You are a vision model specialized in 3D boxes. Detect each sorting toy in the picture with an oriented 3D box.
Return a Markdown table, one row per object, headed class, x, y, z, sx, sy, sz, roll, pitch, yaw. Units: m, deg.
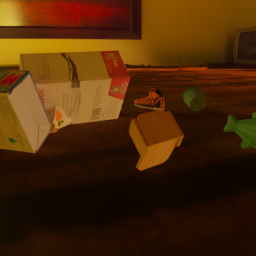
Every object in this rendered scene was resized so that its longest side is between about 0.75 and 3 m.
| class | x | y | z | sx | sy | sz | roll | pitch | yaw |
| --- | --- | --- | --- | --- | --- | --- | --- | --- | --- |
| sorting toy | -2.221 | -0.129 | 8.237 | 1.216 | 0.650 | 1.095 | -21 | -9 | 20 |

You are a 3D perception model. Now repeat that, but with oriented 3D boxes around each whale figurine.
| class | x | y | z | sx | sy | sz | roll | pitch | yaw |
| --- | --- | --- | --- | --- | --- | --- | --- | --- | --- |
| whale figurine | 2.944 | 0.047 | 6.776 | 1.200 | 0.955 | 0.623 | 24 | 6 | 27 |

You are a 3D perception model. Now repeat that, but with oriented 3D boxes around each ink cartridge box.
| class | x | y | z | sx | sy | sz | roll | pitch | yaw |
| --- | --- | --- | --- | --- | --- | --- | --- | --- | --- |
| ink cartridge box | -3.424 | -0.449 | 6.859 | 2.596 | 1.771 | 0.991 | 4 | 40 | 16 |
| ink cartridge box | -1.693 | -1.166 | 8.663 | 2.975 | 2.167 | 1.261 | -9 | 59 | -21 |

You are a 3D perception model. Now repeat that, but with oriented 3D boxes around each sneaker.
| class | x | y | z | sx | sy | sz | roll | pitch | yaw |
| --- | --- | --- | --- | --- | --- | --- | --- | --- | --- |
| sneaker | 0.925 | -1.295 | 11.967 | 1.568 | 0.879 | 0.608 | 13 | 23 | 39 |

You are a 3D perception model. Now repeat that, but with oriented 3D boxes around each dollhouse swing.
| class | x | y | z | sx | sy | sz | roll | pitch | yaw |
| --- | --- | --- | --- | --- | --- | --- | --- | --- | --- |
| dollhouse swing | 0.458 | 0.244 | 5.523 | 0.924 | 0.840 | 0.812 | -15 | -22 | -32 |

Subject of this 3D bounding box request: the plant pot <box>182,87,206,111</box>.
| class | x | y | z | sx | sy | sz | roll | pitch | yaw |
| --- | --- | --- | --- | --- | --- | --- | --- | --- | --- |
| plant pot | 2.778 | -1.158 | 11.591 | 0.876 | 0.876 | 0.858 | -1 | 28 | -3 |
